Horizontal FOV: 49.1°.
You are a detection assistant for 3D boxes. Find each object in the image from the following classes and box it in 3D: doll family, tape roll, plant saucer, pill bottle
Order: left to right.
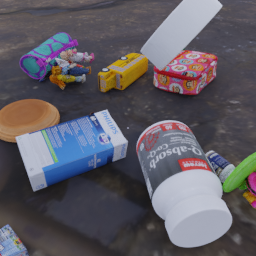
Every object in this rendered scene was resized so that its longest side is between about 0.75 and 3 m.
[{"bbox_3d":[-3.186,-0.336,8.743,2.033,0.380,2.033,0,38,0],"label":"plant saucer"},{"bbox_3d":[-2.110,-2.002,10.077,1.346,0.977,2.168,-4,-8,-27],"label":"doll family"},{"bbox_3d":[1.446,-2.769,7.890,0.840,2.403,2.403,42,43,-6],"label":"tape roll"},{"bbox_3d":[1.111,1.085,6.014,1.454,1.454,2.509,-6,38,-8],"label":"pill bottle"},{"bbox_3d":[2.287,1.011,6.888,0.511,0.511,0.920,-23,43,-27],"label":"pill bottle"}]

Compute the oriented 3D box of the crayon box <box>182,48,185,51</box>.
[{"bbox_3d":[2.240,-3.631,13.118,0.774,0.225,0.459,-21,42,-25],"label":"crayon box"}]

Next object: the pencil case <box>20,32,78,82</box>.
[{"bbox_3d":[-3.204,-3.010,11.565,1.230,1.133,2.662,-5,34,26],"label":"pencil case"}]

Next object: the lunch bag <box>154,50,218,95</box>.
[{"bbox_3d":[2.086,-2.198,10.744,2.116,0.984,2.402,19,41,30],"label":"lunch bag"}]

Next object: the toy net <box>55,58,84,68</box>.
[{"bbox_3d":[-2.290,-2.410,10.889,0.849,0.313,1.619,18,9,8],"label":"toy net"}]

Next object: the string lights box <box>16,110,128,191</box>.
[{"bbox_3d":[-1.400,0.497,7.180,2.484,0.732,1.277,-18,53,-22],"label":"string lights box"}]

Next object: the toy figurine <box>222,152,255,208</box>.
[{"bbox_3d":[3.517,1.420,5.360,2.594,1.947,2.387,-13,47,-36],"label":"toy figurine"}]

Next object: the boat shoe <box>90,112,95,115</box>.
[{"bbox_3d":[-1.099,-0.020,8.300,0.401,0.400,1.139,3,41,-7],"label":"boat shoe"}]

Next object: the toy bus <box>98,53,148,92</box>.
[{"bbox_3d":[-0.175,-2.121,10.751,0.906,0.753,2.314,22,42,24],"label":"toy bus"}]

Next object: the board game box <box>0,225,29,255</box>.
[{"bbox_3d":[-2.514,2.361,5.335,0.876,0.270,0.876,-30,47,-34],"label":"board game box"}]
